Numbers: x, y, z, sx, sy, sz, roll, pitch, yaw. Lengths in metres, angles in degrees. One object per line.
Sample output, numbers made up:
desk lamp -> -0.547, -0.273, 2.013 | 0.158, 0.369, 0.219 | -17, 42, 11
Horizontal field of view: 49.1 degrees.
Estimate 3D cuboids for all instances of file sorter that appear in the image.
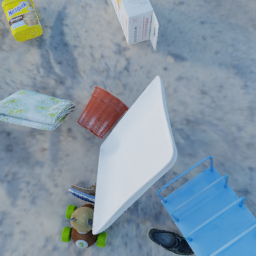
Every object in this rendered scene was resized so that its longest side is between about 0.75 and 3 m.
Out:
file sorter -> 2.180, 2.285, 6.968 | 1.834, 1.621, 2.643 | -34, 61, 0

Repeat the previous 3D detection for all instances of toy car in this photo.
toy car -> -1.170, 2.564, 7.360 | 1.222, 1.488, 1.174 | 7, 71, 3

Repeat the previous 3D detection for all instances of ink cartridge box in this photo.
ink cartridge box -> 0.174, -3.957, 9.540 | 0.874, 1.484, 2.577 | -18, 72, -5

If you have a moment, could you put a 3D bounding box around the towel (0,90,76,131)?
towel -> -2.767, -0.580, 8.318 | 2.015, 1.725, 0.485 | 11, 113, 5

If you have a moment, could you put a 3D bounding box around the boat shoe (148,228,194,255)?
boat shoe -> 1.219, 3.136, 7.712 | 1.393, 0.462, 0.520 | 26, 73, 8

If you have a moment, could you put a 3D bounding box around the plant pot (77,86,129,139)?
plant pot -> -0.835, -0.419, 8.579 | 1.262, 1.262, 1.227 | 33, 83, 10

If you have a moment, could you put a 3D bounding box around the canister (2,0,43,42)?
canister -> -3.749, -3.916, 9.998 | 1.086, 0.633, 1.463 | -22, 74, -7

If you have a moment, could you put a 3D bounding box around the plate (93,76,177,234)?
plate -> 0.138, 0.604, 6.676 | 0.481, 2.977, 2.970 | 26, 34, -20

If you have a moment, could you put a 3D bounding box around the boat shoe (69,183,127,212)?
boat shoe -> -0.815, 1.881, 8.103 | 1.753, 0.633, 0.634 | 19, 67, -4
